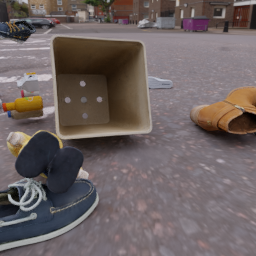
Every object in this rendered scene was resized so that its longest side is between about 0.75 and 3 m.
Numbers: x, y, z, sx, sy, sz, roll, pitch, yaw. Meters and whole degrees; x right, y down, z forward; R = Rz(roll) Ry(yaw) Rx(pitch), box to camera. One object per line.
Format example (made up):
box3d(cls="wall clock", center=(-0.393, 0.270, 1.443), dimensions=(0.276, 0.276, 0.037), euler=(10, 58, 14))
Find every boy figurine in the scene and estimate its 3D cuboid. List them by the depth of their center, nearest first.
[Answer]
box3d(cls="boy figurine", center=(-1.553, 0.572, 5.574), dimensions=(1.696, 0.879, 2.728), euler=(32, -8, -15))

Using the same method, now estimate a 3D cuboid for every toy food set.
box3d(cls="toy food set", center=(-3.500, -0.994, 9.314), dimensions=(1.122, 1.191, 2.494), euler=(-9, 38, -19))

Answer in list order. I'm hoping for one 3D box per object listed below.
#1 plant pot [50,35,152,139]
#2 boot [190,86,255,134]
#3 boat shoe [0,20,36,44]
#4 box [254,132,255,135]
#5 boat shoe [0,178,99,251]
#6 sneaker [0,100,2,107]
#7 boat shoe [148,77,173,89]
box3d(cls="plant pot", center=(-0.959, -0.917, 7.678), dimensions=(2.389, 2.391, 2.117), euler=(-4, -3, -23))
box3d(cls="boot", center=(3.373, -0.460, 8.064), dimensions=(2.716, 1.001, 2.101), euler=(-20, 14, -9))
box3d(cls="boat shoe", center=(-3.339, -2.872, 8.038), dimensions=(0.663, 0.517, 1.460), euler=(-29, -4, 22))
box3d(cls="box", center=(4.927, -0.349, 7.693), dimensions=(2.179, 1.355, 1.619), euler=(20, 29, 37))
box3d(cls="boat shoe", center=(-1.752, 1.259, 4.494), dimensions=(2.730, 0.844, 1.022), euler=(-11, 25, -25))
box3d(cls="sneaker", center=(-5.478, -0.939, 10.193), dimensions=(1.490, 0.540, 0.850), euler=(9, 27, 20))
box3d(cls="boat shoe", center=(1.327, -2.085, 13.075), dimensions=(1.469, 0.529, 0.521), euler=(8, 13, -8))
